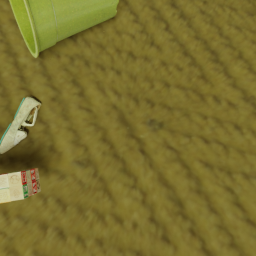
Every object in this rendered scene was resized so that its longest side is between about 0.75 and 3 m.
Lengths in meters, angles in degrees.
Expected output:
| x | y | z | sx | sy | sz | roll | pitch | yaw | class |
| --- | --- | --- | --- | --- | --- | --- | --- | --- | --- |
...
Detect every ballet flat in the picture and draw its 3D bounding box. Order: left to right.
| x | y | z | sx | sy | sz | roll | pitch | yaw | class |
| --- | --- | --- | --- | --- | --- | --- | --- | --- | --- |
| -2.977 | -0.055 | 7.800 | 0.557 | 0.602 | 1.786 | 22 | 73 | -3 | ballet flat |

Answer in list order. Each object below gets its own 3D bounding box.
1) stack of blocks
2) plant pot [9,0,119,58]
| x | y | z | sx | sy | sz | roll | pitch | yaw | class |
| --- | --- | --- | --- | --- | --- | --- | --- | --- | --- |
| -2.969 | 1.296 | 5.962 | 1.873 | 1.078 | 0.548 | -9 | 86 | -1 | stack of blocks |
| -1.858 | -3.863 | 8.144 | 2.775 | 2.922 | 2.922 | -23 | 73 | -20 | plant pot |
